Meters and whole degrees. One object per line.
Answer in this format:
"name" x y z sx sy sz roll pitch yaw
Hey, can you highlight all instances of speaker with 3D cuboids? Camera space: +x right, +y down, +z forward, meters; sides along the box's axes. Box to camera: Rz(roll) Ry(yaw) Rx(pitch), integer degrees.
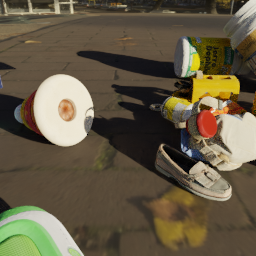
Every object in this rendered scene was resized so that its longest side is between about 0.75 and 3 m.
"speaker" -0.642 1.727 2.468 1.065 1.065 2.409 -18 31 -32

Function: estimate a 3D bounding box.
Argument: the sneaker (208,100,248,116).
"sneaker" 2.243 -0.099 6.582 0.795 0.752 2.060 38 48 27

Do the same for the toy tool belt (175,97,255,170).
"toy tool belt" 1.488 0.184 5.233 1.937 1.209 1.190 14 -17 -36

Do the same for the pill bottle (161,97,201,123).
"pill bottle" 1.438 -0.368 7.183 0.627 0.627 1.119 -20 33 -35

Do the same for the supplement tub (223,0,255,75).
"supplement tub" 4.785 -2.818 9.253 2.863 2.071 2.071 51 44 8

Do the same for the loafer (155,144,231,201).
"loafer" 1.119 0.763 5.050 1.549 0.487 0.557 23 35 39

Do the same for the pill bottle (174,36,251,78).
"pill bottle" 3.307 -2.705 10.887 2.765 1.559 1.559 1 26 -4

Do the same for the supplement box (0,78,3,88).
"supplement box" -5.170 -1.760 9.954 1.238 0.674 0.678 16 30 29

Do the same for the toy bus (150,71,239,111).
"toy bus" 2.040 -1.035 7.992 2.158 1.115 2.037 -20 32 -35

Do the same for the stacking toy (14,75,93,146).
"stacking toy" -2.051 -0.340 6.764 2.165 1.582 1.582 -4 19 39

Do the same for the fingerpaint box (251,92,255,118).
"fingerpaint box" 4.417 0.017 5.968 2.776 1.018 2.316 2 26 4
